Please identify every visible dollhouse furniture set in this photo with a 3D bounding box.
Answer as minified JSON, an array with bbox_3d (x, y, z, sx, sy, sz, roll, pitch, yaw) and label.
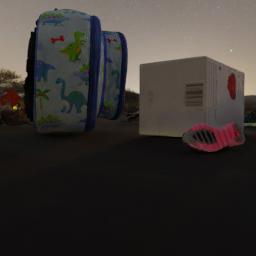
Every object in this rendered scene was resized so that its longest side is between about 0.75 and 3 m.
[{"bbox_3d":[-4.053,-0.811,9.351,1.580,0.814,1.563,38,27,-19],"label":"dollhouse furniture set"}]

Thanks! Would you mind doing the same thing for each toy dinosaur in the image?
[{"bbox_3d":[-3.454,-0.300,8.144,0.605,0.956,1.411,17,-19,37],"label":"toy dinosaur"}]

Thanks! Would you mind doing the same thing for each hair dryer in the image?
[{"bbox_3d":[0.722,-0.383,12.296,2.009,0.546,1.530,-4,20,10],"label":"hair dryer"}]

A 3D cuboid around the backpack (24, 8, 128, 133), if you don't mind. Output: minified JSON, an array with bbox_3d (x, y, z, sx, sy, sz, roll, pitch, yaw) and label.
[{"bbox_3d":[-1.144,-1.252,6.354,2.180,2.715,2.967,2,15,-11],"label":"backpack"}]

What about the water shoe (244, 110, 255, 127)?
[{"bbox_3d":[3.966,-0.302,8.832,0.468,0.517,1.310,-2,4,-34],"label":"water shoe"}]

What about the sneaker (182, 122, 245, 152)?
[{"bbox_3d":[0.967,0.151,3.344,0.870,0.344,0.415,-1,-18,-27],"label":"sneaker"}]

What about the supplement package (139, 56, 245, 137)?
[{"bbox_3d":[1.404,-0.557,5.731,1.352,1.368,2.257,2,4,37],"label":"supplement package"}]
